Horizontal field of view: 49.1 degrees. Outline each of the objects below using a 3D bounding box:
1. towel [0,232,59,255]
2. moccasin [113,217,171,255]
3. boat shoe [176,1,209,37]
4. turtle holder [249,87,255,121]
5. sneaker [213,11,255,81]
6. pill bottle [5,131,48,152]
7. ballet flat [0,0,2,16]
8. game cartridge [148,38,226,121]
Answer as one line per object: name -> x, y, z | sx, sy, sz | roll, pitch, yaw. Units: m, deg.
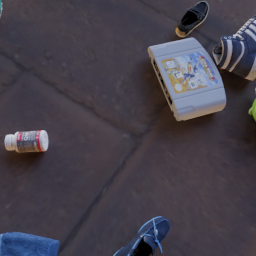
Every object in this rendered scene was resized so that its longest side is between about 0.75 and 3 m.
towel -> -2.162, 3.236, 5.412 | 1.259, 0.547, 2.256 | 6, 65, 7
moccasin -> 0.381, 2.407, 5.640 | 1.523, 0.519, 0.613 | -37, 100, -30
boat shoe -> 1.855, -3.149, 7.908 | 0.517, 0.431, 1.386 | 37, 73, 14
turtle holder -> 3.566, -0.573, 6.713 | 0.992, 0.927, 1.305 | 7, 71, 3
sneaker -> 3.038, -2.454, 7.463 | 1.235, 0.798, 2.276 | 17, 74, 4
pill bottle -> -2.392, 0.325, 6.619 | 0.896, 0.496, 0.496 | -3, 70, -2
ballet flat -> -3.997, -2.696, 7.696 | 0.795, 0.795, 2.216 | 3, 68, 1
game cartridge -> 1.542, -1.336, 7.181 | 1.474, 0.460, 2.214 | -17, 68, -6
